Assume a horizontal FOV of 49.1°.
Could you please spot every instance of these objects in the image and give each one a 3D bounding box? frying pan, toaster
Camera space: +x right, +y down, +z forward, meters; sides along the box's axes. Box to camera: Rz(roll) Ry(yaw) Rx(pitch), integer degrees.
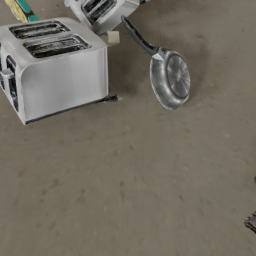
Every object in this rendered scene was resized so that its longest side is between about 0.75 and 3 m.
[{"bbox_3d":[0.967,-1.801,7.288,0.457,2.809,1.699,-7,27,41],"label":"frying pan"},{"bbox_3d":[-0.834,-4.124,8.717,1.925,2.129,1.264,56,28,-2],"label":"toaster"},{"bbox_3d":[-1.899,-1.573,7.204,2.726,1.618,2.465,-20,46,-27],"label":"toaster"}]

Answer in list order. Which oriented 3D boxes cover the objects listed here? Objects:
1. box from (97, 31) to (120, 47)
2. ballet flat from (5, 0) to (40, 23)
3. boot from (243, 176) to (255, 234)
[{"bbox_3d":[-0.686,-2.639,8.403,0.414,0.345,1.008,-10,10,-34],"label":"box"},{"bbox_3d":[-3.373,-3.648,9.292,0.670,0.670,1.895,-43,109,-26],"label":"ballet flat"},{"bbox_3d":[2.645,1.548,5.437,1.049,0.417,1.205,-32,43,-11],"label":"boot"}]
